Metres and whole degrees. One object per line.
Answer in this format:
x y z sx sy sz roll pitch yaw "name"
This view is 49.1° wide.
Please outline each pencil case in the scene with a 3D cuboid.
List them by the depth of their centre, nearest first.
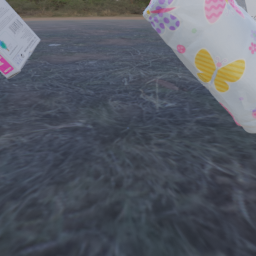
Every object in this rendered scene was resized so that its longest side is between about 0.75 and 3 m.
1.127 -0.891 3.166 0.858 2.063 0.936 -29 23 54 "pencil case"

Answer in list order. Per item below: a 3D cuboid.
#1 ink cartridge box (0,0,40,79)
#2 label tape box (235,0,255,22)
-3.057 -2.391 5.872 0.516 2.459 1.467 -22 37 24 "ink cartridge box"
2.175 -2.342 5.758 1.798 1.297 0.569 -14 2 -24 "label tape box"
